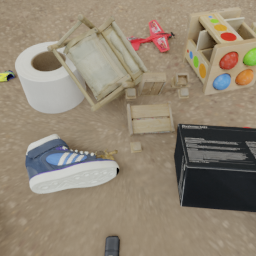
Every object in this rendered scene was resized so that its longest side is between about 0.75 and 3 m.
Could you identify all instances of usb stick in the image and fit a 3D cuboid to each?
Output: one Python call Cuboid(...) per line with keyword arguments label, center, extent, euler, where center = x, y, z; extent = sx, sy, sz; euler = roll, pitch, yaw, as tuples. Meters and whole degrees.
Cuboid(label="usb stick", center=(-0.348, 2.818, 5.782), extent=(0.319, 0.187, 1.149), euler=(2, 50, 1))

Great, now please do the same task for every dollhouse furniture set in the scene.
Cuboid(label="dollhouse furniture set", center=(0.919, -0.375, 8.433), extent=(1.966, 1.126, 2.305), euler=(-3, 75, -6))

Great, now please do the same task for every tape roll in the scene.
Cuboid(label="tape roll", center=(-2.349, -1.588, 8.783), extent=(1.958, 1.345, 1.958), euler=(0, 49, 0))

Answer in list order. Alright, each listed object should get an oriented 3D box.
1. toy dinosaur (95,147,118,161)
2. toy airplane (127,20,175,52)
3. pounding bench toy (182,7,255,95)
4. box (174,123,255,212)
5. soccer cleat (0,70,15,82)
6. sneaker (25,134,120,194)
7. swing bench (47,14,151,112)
Cuboid(label="toy dinosaur", center=(-0.644, 0.837, 7.408), extent=(0.520, 0.299, 1.028), euler=(23, 53, 17))
Cuboid(label="toy airplane", center=(0.893, -3.513, 11.068), extent=(2.033, 0.374, 2.033), euler=(0, 54, 0))
Cuboid(label="pounding bench toy", center=(3.680, -2.582, 9.321), extent=(2.932, 1.822, 2.287), euler=(-12, 51, -10))
Cuboid(label="box", center=(2.603, 0.856, 6.439), extent=(2.875, 1.134, 2.029), euler=(4, 28, 4))
Cuboid(label="soccer cleat", center=(-4.335, -1.708, 9.589), extent=(0.898, 0.290, 0.375), euler=(-27, 60, -21))
Cuboid(label="sneaker", center=(-1.410, 0.654, 6.897), extent=(2.139, 0.862, 1.566), euler=(-9, 51, -14))
Cuboid(label="swing bench", center=(-0.702, -1.944, 8.157), extent=(2.167, 1.413, 2.178), euler=(55, 28, -4))
